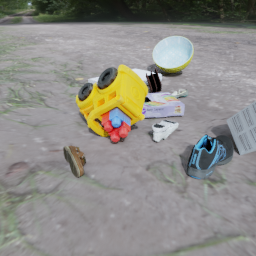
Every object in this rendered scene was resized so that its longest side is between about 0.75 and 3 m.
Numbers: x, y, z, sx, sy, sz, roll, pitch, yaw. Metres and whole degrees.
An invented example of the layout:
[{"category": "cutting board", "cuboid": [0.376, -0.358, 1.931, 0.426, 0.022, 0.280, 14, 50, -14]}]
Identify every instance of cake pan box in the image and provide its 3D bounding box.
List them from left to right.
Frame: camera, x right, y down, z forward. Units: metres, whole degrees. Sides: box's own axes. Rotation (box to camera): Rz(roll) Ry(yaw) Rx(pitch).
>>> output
[{"category": "cake pan box", "cuboid": [0.900, -0.820, 9.812, 1.703, 0.445, 1.568, -4, 21, -10]}]

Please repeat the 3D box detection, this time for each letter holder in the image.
[{"category": "letter holder", "cuboid": [1.042, -1.934, 11.344, 0.433, 0.612, 0.861, -15, 70, -3]}]

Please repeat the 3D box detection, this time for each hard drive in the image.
[{"category": "hard drive", "cuboid": [-0.103, -2.182, 12.787, 2.851, 0.380, 1.881, -22, 32, -37]}]

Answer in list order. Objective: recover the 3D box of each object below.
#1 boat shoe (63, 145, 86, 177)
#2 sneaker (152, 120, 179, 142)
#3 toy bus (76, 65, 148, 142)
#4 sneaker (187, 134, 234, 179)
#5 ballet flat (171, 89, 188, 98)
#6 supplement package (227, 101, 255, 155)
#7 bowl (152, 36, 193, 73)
[{"category": "boat shoe", "cuboid": [-1.191, 0.718, 6.594, 0.416, 0.440, 1.224, -7, 27, -23]}, {"category": "sneaker", "cuboid": [1.055, 0.065, 7.988, 0.441, 0.476, 1.174, 16, 21, 36]}, {"category": "toy bus", "cuboid": [-0.523, -0.438, 7.943, 2.064, 1.401, 1.981, -25, 45, 31]}, {"category": "sneaker", "cuboid": [2.064, 0.502, 6.670, 0.692, 0.774, 1.890, 17, 29, 33]}, {"category": "ballet flat", "cuboid": [1.960, -1.343, 11.038, 0.925, 0.295, 0.312, -15, 22, -18]}, {"category": "supplement package", "cuboid": [3.504, -0.119, 6.825, 1.359, 1.045, 1.421, -12, -16, -18]}, {"category": "bowl", "cuboid": [2.313, -3.482, 14.041, 2.016, 1.085, 2.016, -8, 62, 15]}]
